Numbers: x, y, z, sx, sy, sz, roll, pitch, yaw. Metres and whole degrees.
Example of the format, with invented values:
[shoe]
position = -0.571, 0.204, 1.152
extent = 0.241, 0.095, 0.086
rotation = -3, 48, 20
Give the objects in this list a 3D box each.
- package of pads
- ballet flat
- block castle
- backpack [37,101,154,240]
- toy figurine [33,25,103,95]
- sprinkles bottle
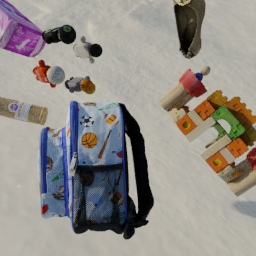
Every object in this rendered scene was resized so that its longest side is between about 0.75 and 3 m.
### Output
[package of pads]
position = -3.247, -2.775, 7.140
extent = 2.216, 1.335, 0.838
rotation = 42, 106, 18
[ballet flat]
position = 1.452, -2.559, 6.921
extent = 0.786, 2.332, 0.540
rotation = 32, 73, 27
[block castle]
position = 1.619, -0.026, 4.866
extent = 1.009, 1.437, 2.151
rotation = -40, 80, 16
[backpack]
position = -0.677, 0.604, 5.050
extent = 1.793, 2.328, 2.217
rotation = 7, 82, -13
[toy figurine]
position = -1.191, -1.381, 5.813
extent = 0.892, 1.263, 1.283
rotation = 14, 89, 43
[sprinkles bottle]
position = -2.596, -0.419, 6.550
extent = 1.356, 0.463, 0.463
rotation = 13, 52, -4
